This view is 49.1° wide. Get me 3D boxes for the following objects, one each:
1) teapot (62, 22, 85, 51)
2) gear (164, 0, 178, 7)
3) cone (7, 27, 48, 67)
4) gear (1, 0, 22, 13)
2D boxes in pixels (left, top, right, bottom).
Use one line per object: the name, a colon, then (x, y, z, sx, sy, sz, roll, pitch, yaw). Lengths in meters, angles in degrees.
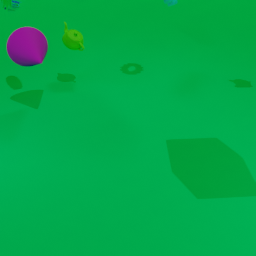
teapot: (-1.795, -2.955, 9.171, 0.703, 0.553, 1.130, -32, 79, -38)
gear: (1.228, -4.304, 8.532, 0.201, 1.088, 1.088, -5, 29, 33)
cone: (-2.519, -1.969, 7.539, 1.149, 1.149, 1.154, -20, 44, -26)
gear: (-3.085, -3.676, 7.403, 0.213, 1.153, 1.153, -6, 31, -42)
